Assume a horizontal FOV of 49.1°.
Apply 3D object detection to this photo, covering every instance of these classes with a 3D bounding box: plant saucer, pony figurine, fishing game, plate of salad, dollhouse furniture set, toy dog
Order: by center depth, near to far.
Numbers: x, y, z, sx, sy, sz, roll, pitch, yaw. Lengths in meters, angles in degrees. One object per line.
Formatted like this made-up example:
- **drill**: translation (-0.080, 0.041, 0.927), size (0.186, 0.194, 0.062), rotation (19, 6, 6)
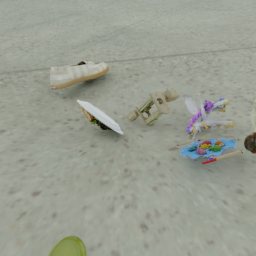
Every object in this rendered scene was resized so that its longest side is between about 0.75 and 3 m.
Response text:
- **plant saucer**: translation (-1.048, 2.251, 4.651), size (0.140, 0.904, 0.904), rotation (-5, 28, 35)
- **fishing game**: translation (1.941, 0.417, 6.813), size (1.373, 0.298, 1.918), rotation (-15, 10, -3)
- **toy dog**: translation (3.470, -0.025, 6.934), size (1.215, 1.689, 1.742), rotation (35, 54, -8)
- **plate of salad**: translation (-0.820, -0.250, 7.935), size (0.388, 1.615, 1.615), rotation (-54, 48, 4)
- **pony figurine**: translation (2.218, -0.415, 8.010), size (1.354, 1.307, 1.128), rotation (-15, 9, -7)
- **dollhouse furniture set**: translation (0.848, -0.486, 8.418), size (1.142, 1.291, 0.718), rotation (-19, 73, -41)

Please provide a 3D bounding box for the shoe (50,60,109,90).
- **shoe**: translation (-1.727, -2.151, 10.432), size (1.010, 0.771, 2.889), rotation (1, 22, 36)
